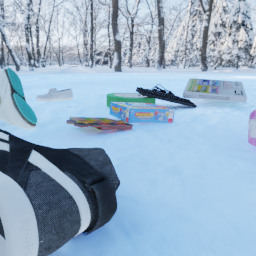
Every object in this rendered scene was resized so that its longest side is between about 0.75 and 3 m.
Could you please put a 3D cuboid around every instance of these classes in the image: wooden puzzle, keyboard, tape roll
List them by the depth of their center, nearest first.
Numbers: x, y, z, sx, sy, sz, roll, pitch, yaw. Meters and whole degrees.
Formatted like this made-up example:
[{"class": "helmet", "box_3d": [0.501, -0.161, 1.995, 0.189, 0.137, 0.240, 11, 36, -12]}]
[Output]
[{"class": "wooden puzzle", "box_3d": [-0.788, -0.132, 7.904, 2.217, 0.156, 1.315, 0, 11, -39]}, {"class": "keyboard", "box_3d": [1.533, -1.431, 11.462, 2.601, 0.515, 1.354, 10, 16, -26]}, {"class": "tape roll", "box_3d": [0.123, -1.128, 11.624, 2.042, 0.491, 2.042, 3, 14, -1]}]

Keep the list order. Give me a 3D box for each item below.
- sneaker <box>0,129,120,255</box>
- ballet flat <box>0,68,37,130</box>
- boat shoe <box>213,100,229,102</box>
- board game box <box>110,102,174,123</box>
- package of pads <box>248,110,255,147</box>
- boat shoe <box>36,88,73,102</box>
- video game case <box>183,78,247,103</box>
[{"class": "sneaker", "box_3d": [-1.238, 0.578, 3.715, 1.617, 1.056, 2.891, -7, 22, -40]}, {"class": "ballet flat", "box_3d": [-3.489, -0.724, 8.377, 1.011, 1.011, 2.911, -8, 44, -31]}, {"class": "boat shoe", "box_3d": [4.532, -1.637, 13.606, 1.907, 0.632, 0.713, 8, 15, 30]}, {"class": "board game box", "box_3d": [0.409, -0.508, 8.960, 1.559, 0.436, 1.527, -1, 12, -26]}, {"class": "package of pads", "box_3d": [4.016, 0.037, 5.789, 2.578, 0.975, 1.553, -5, 17, -20]}, {"class": "boat shoe", "box_3d": [-3.536, -1.630, 13.556, 1.868, 0.640, 0.673, -8, 15, -30]}, {"class": "video game case", "box_3d": [3.909, -1.751, 12.672, 2.540, 0.308, 2.790, 7, 24, 15]}]
